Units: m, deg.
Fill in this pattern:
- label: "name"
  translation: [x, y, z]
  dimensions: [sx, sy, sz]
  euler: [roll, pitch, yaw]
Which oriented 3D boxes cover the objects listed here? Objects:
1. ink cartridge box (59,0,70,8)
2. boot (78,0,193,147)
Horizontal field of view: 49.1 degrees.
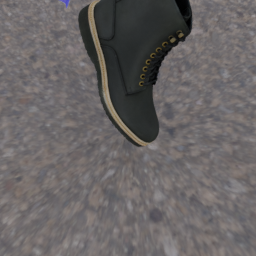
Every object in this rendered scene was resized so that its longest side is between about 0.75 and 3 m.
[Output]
- label: "ink cartridge box"
  translation: [-1.315, -3.509, 6.284]
  dimensions: [0.264, 1.204, 1.215]
  euler: [11, 43, -27]
- label: "boot"
  translation: [0.397, -0.991, 4.621]
  dimensions: [1.864, 2.695, 1.044]
  euler: [-10, 23, 39]
